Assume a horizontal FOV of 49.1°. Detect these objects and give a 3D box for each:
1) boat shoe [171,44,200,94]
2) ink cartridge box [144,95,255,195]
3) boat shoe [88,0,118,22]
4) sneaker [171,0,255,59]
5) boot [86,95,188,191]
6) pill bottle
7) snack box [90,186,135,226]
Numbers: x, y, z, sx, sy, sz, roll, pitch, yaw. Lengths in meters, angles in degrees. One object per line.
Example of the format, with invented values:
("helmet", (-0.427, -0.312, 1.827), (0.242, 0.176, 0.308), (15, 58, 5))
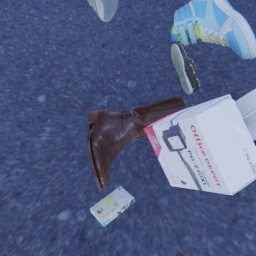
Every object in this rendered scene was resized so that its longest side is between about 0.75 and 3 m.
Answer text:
("boat shoe", (1.431, -1.492, 6.901), (0.390, 1.295, 0.462), (-27, 22, -11))
("ink cartridge box", (1.094, 0.305, 4.461), (0.703, 1.668, 1.207), (-27, 93, -21))
("boat shoe", (-0.863, -4.020, 8.424), (0.728, 2.347, 0.845), (34, 89, 9))
("sneaker", (2.212, -2.561, 7.743), (1.722, 1.049, 2.638), (-29, 59, 10))
("boot", (0.406, 0.213, 6.550), (2.634, 0.846, 2.455), (-7, 47, -1))
("pill bottle", (3.082, 0.268, 5.522), (1.379, 1.379, 2.303), (-27, 80, -16))
("snack box", (-0.332, 1.675, 6.059), (0.863, 0.160, 0.501), (-33, 41, -23))
